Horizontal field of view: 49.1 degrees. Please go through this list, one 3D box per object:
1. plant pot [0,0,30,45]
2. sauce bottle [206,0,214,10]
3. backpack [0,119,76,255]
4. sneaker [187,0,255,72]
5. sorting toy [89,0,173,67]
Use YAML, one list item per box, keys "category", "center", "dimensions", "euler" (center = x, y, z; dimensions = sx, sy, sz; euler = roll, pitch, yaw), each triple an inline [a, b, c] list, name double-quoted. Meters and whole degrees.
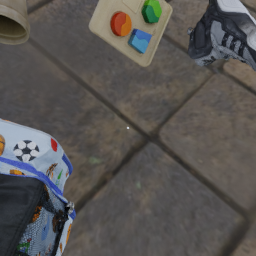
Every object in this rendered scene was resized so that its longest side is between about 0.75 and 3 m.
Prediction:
- category: "plant pot"
  center: [-2.465, -2.355, 5.615]
  dimensions: [1.065, 1.065, 0.924]
  euler: [3, 73, 1]
- category: "sauce bottle"
  center: [2.241, -2.879, 7.210]
  dimensions: [0.457, 1.413, 0.457]
  euler: [-7, 58, 12]
- category: "backpack"
  center: [-1.907, 1.044, 3.671]
  dimensions: [2.714, 2.586, 2.091]
  euler: [18, 57, 12]
- category: "sneaker"
  center: [1.939, -1.419, 5.264]
  dimensions: [0.833, 1.256, 2.208]
  euler: [8, 52, -48]
- category: "sorting toy"
  center: [0.292, -2.583, 5.737]
  dimensions: [0.295, 1.643, 2.206]
  euler: [22, 89, 50]
